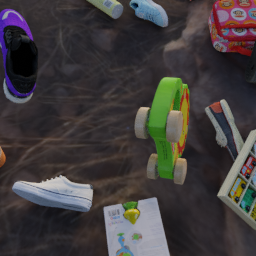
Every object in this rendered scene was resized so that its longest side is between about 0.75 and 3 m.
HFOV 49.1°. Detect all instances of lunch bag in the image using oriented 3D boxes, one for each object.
[{"bbox_3d":[3.971,-3.288,9.345,2.362,0.968,2.081,-2,65,0],"label":"lunch bag"}]

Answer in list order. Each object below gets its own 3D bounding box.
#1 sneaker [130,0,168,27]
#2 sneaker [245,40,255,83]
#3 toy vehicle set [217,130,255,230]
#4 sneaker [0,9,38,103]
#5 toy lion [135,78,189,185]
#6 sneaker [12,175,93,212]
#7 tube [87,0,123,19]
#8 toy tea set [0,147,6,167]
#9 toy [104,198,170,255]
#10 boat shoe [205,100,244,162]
[{"bbox_3d":[0.695,-4.047,9.940,0.753,0.679,1.837,-30,56,-9],"label":"sneaker"},{"bbox_3d":[4.665,-2.502,8.309,1.553,1.036,2.711,14,98,-8],"label":"sneaker"},{"bbox_3d":[3.148,1.216,6.832,1.298,0.277,2.088,41,66,-8],"label":"toy vehicle set"},{"bbox_3d":[-2.404,-1.824,6.278,0.804,1.150,2.311,-6,74,-31],"label":"sneaker"},{"bbox_3d":[0.775,-0.118,4.808,0.645,1.880,1.802,7,53,20],"label":"toy lion"},{"bbox_3d":[-1.778,1.514,6.814,1.909,0.697,0.676,14,54,-3],"label":"sneaker"},{"bbox_3d":[-1.064,-4.811,10.435,2.155,0.559,0.625,43,28,24],"label":"tube"},{"bbox_3d":[-4.289,1.273,6.670,1.661,1.034,2.794,22,63,12],"label":"toy tea set"},{"bbox_3d":[0.237,2.749,6.146,1.275,0.523,2.214,-10,60,-2],"label":"toy"},{"bbox_3d":[2.648,0.174,7.551,0.592,0.673,1.892,-25,70,30],"label":"boat shoe"}]
